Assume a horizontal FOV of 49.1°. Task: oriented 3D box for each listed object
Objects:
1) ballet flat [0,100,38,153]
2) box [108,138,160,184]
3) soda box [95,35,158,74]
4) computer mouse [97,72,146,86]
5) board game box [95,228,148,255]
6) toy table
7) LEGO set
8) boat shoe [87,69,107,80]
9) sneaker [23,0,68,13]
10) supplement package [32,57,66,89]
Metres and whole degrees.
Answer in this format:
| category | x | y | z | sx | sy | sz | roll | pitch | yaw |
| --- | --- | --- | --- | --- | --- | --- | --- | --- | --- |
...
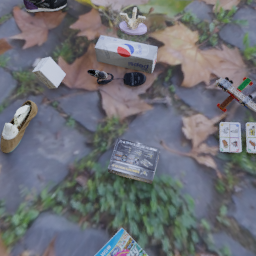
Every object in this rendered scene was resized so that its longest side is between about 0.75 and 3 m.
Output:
| category | x | y | z | sx | sy | sz | roll | pitch | yaw |
| --- | --- | --- | --- | --- | --- | --- | --- | --- | --- |
| ballet flat | -3.367 | -0.129 | 8.527 | 0.616 | 0.657 | 1.815 | 23 | 63 | 9 |
| box | 0.188 | 0.933 | 8.114 | 1.316 | 0.318 | 1.042 | 13 | 61 | 7 |
| soda box | -0.062 | -2.612 | 9.917 | 2.117 | 0.723 | 0.671 | 15 | 61 | 8 |
| computer mouse | -0.223 | -1.661 | 9.672 | 1.709 | 0.291 | 0.501 | 0 | 85 | 5 |
| board game box | 0.007 | 3.484 | 6.524 | 1.299 | 0.566 | 1.761 | -40 | 67 | -21 |
| toy table | 0.192 | -4.085 | 10.817 | 1.080 | 0.633 | 0.993 | 3 | 60 | 3 |
| LEGO set | 3.970 | -0.605 | 8.881 | 2.228 | 0.732 | 2.982 | 1 | 73 | 9 |
| boat shoe | -1.047 | -1.805 | 9.400 | 0.781 | 0.245 | 0.284 | 22 | 103 | 32 |
| sneaker | -3.361 | -5.222 | 11.379 | 1.763 | 0.772 | 0.668 | -11 | 61 | -6 |
| supplement package | -2.618 | -1.834 | 9.358 | 0.456 | 0.822 | 0.641 | 1 | 54 | 40 |
